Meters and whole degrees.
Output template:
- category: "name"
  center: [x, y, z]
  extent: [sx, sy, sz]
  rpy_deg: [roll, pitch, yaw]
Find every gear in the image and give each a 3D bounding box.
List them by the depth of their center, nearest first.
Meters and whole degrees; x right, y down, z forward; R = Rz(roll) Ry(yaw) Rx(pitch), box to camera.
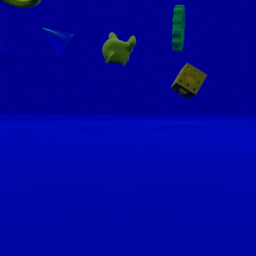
- category: "gear"
  center: [1.579, -3.063, 8.686]
  extent: [0.249, 1.344, 1.344]
  rpy_deg: [5, 4, 15]

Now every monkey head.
- category: "monkey head"
  center: [-0.287, -2.393, 8.336]
  extent: [0.837, 1.390, 1.000]
  rpy_deg: [19, -41, -19]

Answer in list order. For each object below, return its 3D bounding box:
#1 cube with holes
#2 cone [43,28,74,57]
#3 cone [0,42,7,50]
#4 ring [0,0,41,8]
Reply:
- category: "cube with holes"
  center: [2.256, -1.725, 10.490]
  extent: [0.856, 0.856, 0.856]
  rpy_deg: [31, -8, -1]
- category: "cone"
  center: [-2.275, -2.819, 8.670]
  extent: [0.861, 0.858, 0.858]
  rpy_deg: [35, -6, -14]
- category: "cone"
  center: [-3.178, -1.937, 5.930]
  extent: [1.201, 1.196, 1.196]
  rpy_deg: [23, -7, -25]
- category: "ring"
  center: [-3.154, -3.835, 7.967]
  extent: [1.322, 0.264, 1.322]
  rpy_deg: [1, -5, 0]
